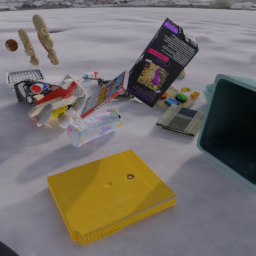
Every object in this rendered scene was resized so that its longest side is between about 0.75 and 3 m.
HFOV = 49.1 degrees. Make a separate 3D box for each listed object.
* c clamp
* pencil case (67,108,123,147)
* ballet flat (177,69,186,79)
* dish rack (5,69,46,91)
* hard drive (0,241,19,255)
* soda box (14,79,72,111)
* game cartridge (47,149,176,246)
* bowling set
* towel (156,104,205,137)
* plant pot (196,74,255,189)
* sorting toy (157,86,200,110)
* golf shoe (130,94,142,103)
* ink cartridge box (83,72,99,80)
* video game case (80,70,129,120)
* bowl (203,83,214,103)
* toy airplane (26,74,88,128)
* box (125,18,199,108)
[{"bbox_3d":[-1.015,-2.088,14.861,2.516,0.399,2.945,-3,29,-18],"label":"c clamp"},{"bbox_3d":[-1.236,-0.038,10.665,2.175,0.904,0.987,-24,17,-33],"label":"pencil case"},{"bbox_3d":[3.005,-3.814,17.347,0.846,0.783,2.400,2,30,-14],"label":"ballet flat"},{"bbox_3d":[-5.727,-2.694,15.697,2.082,0.528,2.426,-13,32,-19],"label":"dish rack"},{"bbox_3d":[-3.009,2.976,6.038,1.486,0.314,1.002,17,34,27],"label":"hard drive"},{"bbox_3d":[-3.998,-1.558,13.231,2.793,0.988,0.884,14,34,23],"label":"soda box"},{"bbox_3d":[-0.543,1.793,8.026,2.927,0.475,2.581,-17,34,-23],"label":"game cartridge"},{"bbox_3d":[-3.216,-2.622,9.527,1.530,1.180,2.198,-25,-9,-7],"label":"bowling set"},{"bbox_3d":[2.258,-0.308,11.717,1.767,0.317,1.835,19,40,25],"label":"towel"},{"bbox_3d":[4.473,-0.094,9.150,2.818,2.759,2.766,-7,29,-31],"label":"plant pot"},{"bbox_3d":[2.341,-1.632,13.697,2.523,0.338,1.880,-27,53,-38],"label":"sorting toy"},{"bbox_3d":[0.853,-1.700,14.045,0.762,0.668,1.730,42,45,19],"label":"golf shoe"},{"bbox_3d":[-2.193,-3.123,16.675,0.851,0.286,0.494,-13,32,-21],"label":"ink cartridge box"},{"bbox_3d":[-0.733,-1.066,8.872,1.782,0.155,1.274,-32,25,23],"label":"video game case"},{"bbox_3d":[4.282,-1.474,13.280,1.504,0.787,1.504,1,32,-1],"label":"bowl"},{"bbox_3d":[-2.666,-0.936,11.307,2.659,1.876,2.647,-25,4,-16],"label":"toy airplane"},{"bbox_3d":[1.083,-2.217,9.639,1.337,2.521,1.541,33,31,-10],"label":"box"}]
